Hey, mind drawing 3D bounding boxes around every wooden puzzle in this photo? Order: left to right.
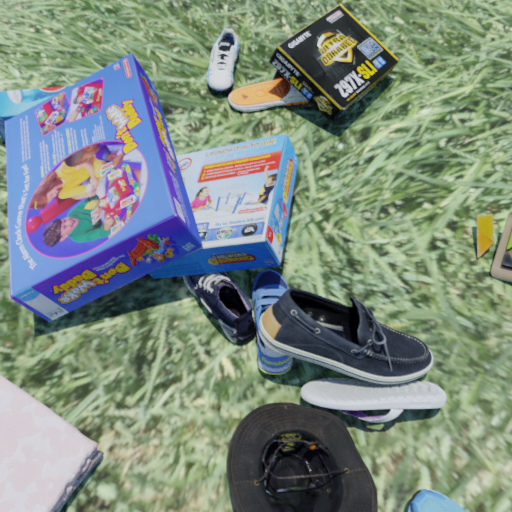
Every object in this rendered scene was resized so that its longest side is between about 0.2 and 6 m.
[{"bbox_3d":[5.416,-0.118,10.946,2.285,0.267,1.541,8,79,30],"label":"wooden puzzle"}]

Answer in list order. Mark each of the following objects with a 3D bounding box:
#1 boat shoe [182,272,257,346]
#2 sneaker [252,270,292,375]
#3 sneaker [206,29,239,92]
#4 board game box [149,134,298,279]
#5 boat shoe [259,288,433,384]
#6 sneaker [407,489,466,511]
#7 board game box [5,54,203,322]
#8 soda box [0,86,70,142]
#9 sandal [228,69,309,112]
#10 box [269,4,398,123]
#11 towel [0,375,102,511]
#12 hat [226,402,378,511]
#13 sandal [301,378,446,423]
[{"bbox_3d":[-0.720,0.576,10.556,0.822,1.021,2.202,-33,63,-19],"label":"boat shoe"},{"bbox_3d":[0.342,1.039,10.310,0.807,0.897,2.182,-5,50,-2],"label":"sneaker"},{"bbox_3d":[-0.872,-5.021,14.385,0.737,0.743,2.051,4,58,4],"label":"sneaker"},{"bbox_3d":[-0.721,-0.974,11.043,2.781,0.777,2.723,-6,51,24],"label":"board game box"},{"bbox_3d":[1.675,1.329,9.488,3.253,1.012,1.213,17,30,-15],"label":"boat shoe"},{"bbox_3d":[3.245,4.278,8.142,0.884,1.014,2.254,-39,65,-23],"label":"sneaker"},{"bbox_3d":[-3.228,-1.553,11.092,3.262,1.086,4.851,-25,54,7],"label":"board game box"},{"bbox_3d":[-4.772,-3.391,13.257,2.618,0.840,0.888,-5,57,-4],"label":"soda box"},{"bbox_3d":[0.670,-4.265,13.844,2.777,0.796,1.064,-18,59,-12],"label":"sandal"},{"bbox_3d":[1.951,-4.747,13.692,2.157,0.667,2.702,46,59,1],"label":"box"},{"bbox_3d":[-5.160,3.735,8.722,3.960,0.668,4.146,27,61,16],"label":"towel"},{"bbox_3d":[0.575,3.548,8.578,2.474,0.998,2.474,11,44,-10],"label":"hat"},{"bbox_3d":[1.997,2.524,9.498,2.476,1.008,0.608,1,99,-1],"label":"sandal"}]
